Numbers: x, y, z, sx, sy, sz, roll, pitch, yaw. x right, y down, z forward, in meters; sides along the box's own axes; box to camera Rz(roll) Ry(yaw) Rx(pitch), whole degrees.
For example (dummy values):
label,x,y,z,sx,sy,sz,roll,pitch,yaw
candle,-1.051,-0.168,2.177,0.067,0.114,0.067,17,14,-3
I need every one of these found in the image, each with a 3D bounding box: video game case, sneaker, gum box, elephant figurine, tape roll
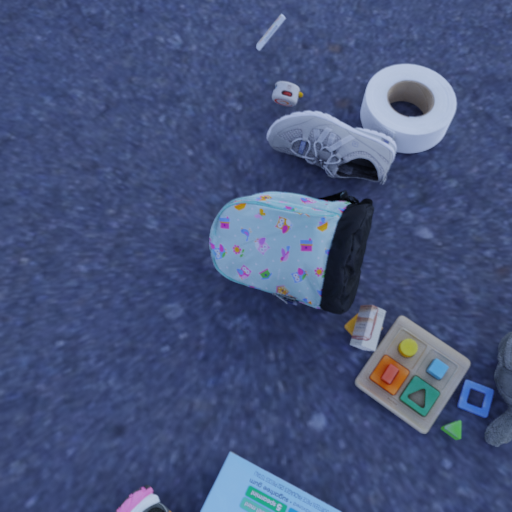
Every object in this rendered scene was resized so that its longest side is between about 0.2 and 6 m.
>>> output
label,x,y,z,sx,sy,sz,roll,pitch,yaw
video game case,0.302,-4.724,11.821,0.104,0.906,0.825,38,110,-15
sneaker,-1.976,4.476,7.651,1.068,0.994,2.474,34,71,13
gum box,0.010,4.504,7.841,2.225,0.583,2.618,24,67,11
sneaker,1.405,-2.006,10.592,2.496,0.933,1.023,11,55,5
elephant figurine,4.411,1.709,8.785,2.174,1.538,1.686,-16,36,10
tape roll,3.031,-2.962,11.273,1.817,0.635,1.817,0,65,0

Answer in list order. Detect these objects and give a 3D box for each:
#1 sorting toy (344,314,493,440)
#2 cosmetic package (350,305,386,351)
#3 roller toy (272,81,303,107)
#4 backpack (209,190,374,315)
label,x,y,z,sx,sy,sz,roll,pitch,yaw
sorting toy,2.554,1.879,9.119,2.641,0.360,1.487,34,75,15
cosmetic package,1.840,1.188,9.244,0.307,0.364,0.703,23,74,-21
roller toy,0.611,-3.296,11.348,0.563,0.513,0.393,15,90,37
backpack,0.514,-0.221,9.260,2.485,1.573,2.074,15,99,17
